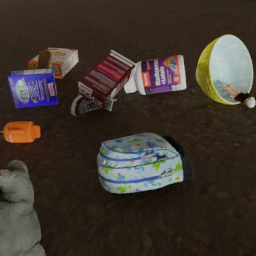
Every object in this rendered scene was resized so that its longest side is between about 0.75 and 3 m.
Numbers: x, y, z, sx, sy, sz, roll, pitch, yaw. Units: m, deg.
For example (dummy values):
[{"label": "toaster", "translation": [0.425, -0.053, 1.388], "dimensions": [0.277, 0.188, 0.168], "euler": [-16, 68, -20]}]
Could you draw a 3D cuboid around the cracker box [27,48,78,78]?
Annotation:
[{"label": "cracker box", "translation": [-3.951, -3.574, 15.127], "dimensions": [1.782, 0.768, 2.661], "euler": [5, 32, 8]}]

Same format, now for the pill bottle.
[{"label": "pill bottle", "translation": [1.139, -2.246, 12.212], "dimensions": [2.627, 1.464, 1.464], "euler": [-7, 31, 11]}]

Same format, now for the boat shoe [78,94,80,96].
[{"label": "boat shoe", "translation": [-1.470, -1.480, 12.099], "dimensions": [1.465, 0.554, 0.442], "euler": [-1, 31, -25]}]

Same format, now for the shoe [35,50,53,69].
[{"label": "shoe", "translation": [-4.018, -2.498, 13.093], "dimensions": [0.890, 0.679, 2.544], "euler": [8, 60, 4]}]

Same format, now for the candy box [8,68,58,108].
[{"label": "candy box", "translation": [-3.813, -1.627, 11.428], "dimensions": [1.708, 1.444, 0.658], "euler": [-6, 36, -10]}]

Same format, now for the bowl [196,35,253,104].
[{"label": "bowl", "translation": [3.815, -2.348, 11.907], "dimensions": [2.821, 2.821, 1.518], "euler": [-23, 12, -32]}]

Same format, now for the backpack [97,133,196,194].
[{"label": "backpack", "translation": [0.312, 0.917, 7.418], "dimensions": [2.282, 1.754, 1.861], "euler": [-22, 23, -7]}]

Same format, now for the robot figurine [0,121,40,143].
[{"label": "robot figurine", "translation": [-3.580, 0.140, 9.355], "dimensions": [1.222, 0.713, 0.879], "euler": [-1, 35, -3]}]

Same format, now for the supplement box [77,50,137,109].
[{"label": "supplement box", "translation": [-0.781, -1.928, 10.837], "dimensions": [1.256, 0.703, 2.309], "euler": [32, 54, 9]}]

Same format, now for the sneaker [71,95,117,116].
[{"label": "sneaker", "translation": [-1.281, -0.953, 11.023], "dimensions": [1.102, 0.731, 1.937], "euler": [18, 35, 29]}]

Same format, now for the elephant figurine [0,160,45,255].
[{"label": "elephant figurine", "translation": [-3.399, 1.865, 5.560], "dimensions": [2.926, 2.070, 2.270], "euler": [-10, 19, -27]}]

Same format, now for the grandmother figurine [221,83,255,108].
[{"label": "grandmother figurine", "translation": [4.634, -1.329, 11.592], "dimensions": [0.940, 0.469, 1.550], "euler": [-25, 44, -14]}]
